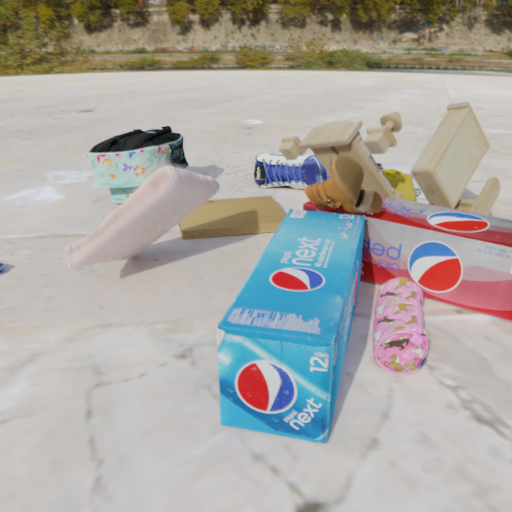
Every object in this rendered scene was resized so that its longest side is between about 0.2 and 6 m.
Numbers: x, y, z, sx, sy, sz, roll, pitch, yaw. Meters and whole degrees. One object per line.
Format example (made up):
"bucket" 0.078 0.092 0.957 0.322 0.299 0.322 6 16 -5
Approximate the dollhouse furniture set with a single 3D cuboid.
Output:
"dollhouse furniture set" 2.962 -1.999 12.414 3.755 3.203 1.834 9 58 52

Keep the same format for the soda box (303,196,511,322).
"soda box" 2.891 -0.166 10.246 4.117 1.305 1.441 16 28 33

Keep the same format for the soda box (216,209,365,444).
"soda box" 0.709 0.669 8.155 1.368 1.446 4.262 6 24 14

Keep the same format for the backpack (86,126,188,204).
"backpack" -3.109 -2.334 14.505 2.179 1.848 2.455 0 16 16

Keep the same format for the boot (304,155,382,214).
"boot" 1.305 -1.186 9.423 1.186 0.586 1.527 10 -13 42

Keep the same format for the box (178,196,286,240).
"box" -0.616 -0.950 13.361 2.519 0.268 2.059 -5 24 -11

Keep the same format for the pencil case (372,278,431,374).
"pencil case" 2.140 0.984 8.335 0.787 0.753 1.819 4 23 11

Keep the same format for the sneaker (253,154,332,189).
"sneaker" 0.861 -2.269 15.547 1.641 1.148 2.841 -13 20 -19

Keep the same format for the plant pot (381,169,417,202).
"plant pot" 3.140 -1.472 13.565 1.214 1.070 1.214 -8 25 -17

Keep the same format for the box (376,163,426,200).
"box" 3.910 -2.050 15.320 2.383 0.716 1.390 0 24 0

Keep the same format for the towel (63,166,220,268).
"towel" -1.950 -0.703 10.053 2.435 0.411 2.549 -37 -4 12

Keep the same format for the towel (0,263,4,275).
"towel" -5.919 0.448 10.212 1.522 0.247 2.073 11 24 28
